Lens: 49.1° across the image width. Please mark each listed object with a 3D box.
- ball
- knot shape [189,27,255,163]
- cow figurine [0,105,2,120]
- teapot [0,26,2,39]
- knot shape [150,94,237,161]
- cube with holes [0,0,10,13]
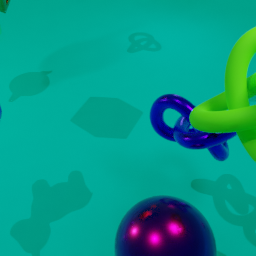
[{"bbox_3d":[0.463,1.511,3.566,1.275,1.275,1.275,0,52,0],"label":"ball"},{"bbox_3d":[1.199,-0.274,2.812,0.643,1.302,1.391,23,72,-26],"label":"knot shape"},{"bbox_3d":[-2.729,0.353,4.363,1.730,0.950,1.702,-34,47,10],"label":"cow figurine"},{"bbox_3d":[-3.879,-2.561,7.205,1.124,0.885,1.808,17,78,19],"label":"teapot"},{"bbox_3d":[1.136,0.021,4.371,1.544,1.445,0.713,22,91,-12],"label":"knot shape"},{"bbox_3d":[-2.532,-2.899,4.739,1.101,1.101,1.101,17,79,-14],"label":"cube with holes"}]
